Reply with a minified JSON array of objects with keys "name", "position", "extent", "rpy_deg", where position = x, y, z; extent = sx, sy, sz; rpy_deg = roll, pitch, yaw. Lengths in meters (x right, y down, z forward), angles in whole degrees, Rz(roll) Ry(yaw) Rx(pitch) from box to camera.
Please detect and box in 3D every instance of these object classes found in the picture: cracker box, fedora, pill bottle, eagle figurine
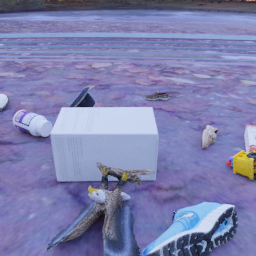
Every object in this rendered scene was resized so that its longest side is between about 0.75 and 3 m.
[{"name":"cracker box","position":[4.663,0.516,9.597],"extent":[1.126,0.485,1.682],"rpy_deg":[8,31,14]},{"name":"fedora","position":[-1.878,-0.892,11.452],"extent":[0.737,1.613,1.613],"rpy_deg":[40,28,-12]},{"name":"pill bottle","position":[-3.537,-0.145,10.473],"extent":[1.423,0.793,0.793],"rpy_deg":[18,34,29]},{"name":"eagle figurine","position":[-0.583,1.939,6.408],"extent":[1.786,1.777,2.354],"rpy_deg":[-26,39,49]}]

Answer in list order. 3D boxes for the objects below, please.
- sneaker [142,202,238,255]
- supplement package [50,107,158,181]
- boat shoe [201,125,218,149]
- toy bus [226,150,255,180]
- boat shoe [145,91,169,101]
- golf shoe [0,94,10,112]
[{"name":"sneaker","position":[1.270,2.363,6.151],"extent":[2.475,0.970,1.113],"rpy_deg":[-17,13,-31]},{"name":"supplement package","position":[-0.626,0.453,8.449],"extent":[2.894,1.697,1.692],"rpy_deg":[0,29,0]},{"name":"boat shoe","position":[2.917,0.299,9.958],"extent":[0.474,0.523,1.468],"rpy_deg":[12,30,21]},{"name":"toy bus","position":[3.644,1.012,8.597],"extent":[1.110,0.753,1.065],"rpy_deg":[-22,20,-38]},{"name":"boat shoe","position":[1.394,-1.578,13.436],"extent":[1.137,0.421,0.420],"rpy_deg":[-1,29,-3]},{"name":"golf shoe","position":[-6.260,-1.053,11.716],"extent":[1.076,1.227,2.787],"rpy_deg":[17,32,30]}]
